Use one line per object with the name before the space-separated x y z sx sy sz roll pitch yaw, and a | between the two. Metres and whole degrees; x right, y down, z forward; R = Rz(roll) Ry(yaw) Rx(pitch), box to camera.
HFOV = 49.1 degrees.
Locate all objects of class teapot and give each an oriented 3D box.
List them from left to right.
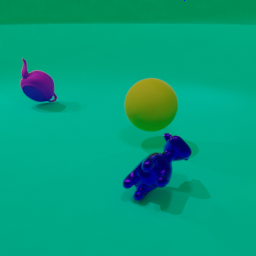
teapot | -3.315 -1.648 10.347 1.246 2.003 0.981 -6 51 31

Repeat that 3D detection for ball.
ball | 0.597 -0.588 7.240 1.369 1.369 1.369 0 23 0

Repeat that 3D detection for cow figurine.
cow figurine | 0.608 0.710 5.476 0.725 1.321 1.300 48 31 2
